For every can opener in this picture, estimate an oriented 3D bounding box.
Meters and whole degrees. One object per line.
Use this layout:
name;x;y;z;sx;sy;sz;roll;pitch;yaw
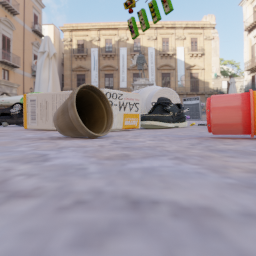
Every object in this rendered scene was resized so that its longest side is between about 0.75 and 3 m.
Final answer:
can opener;-4.663;-0.341;9.973;2.711;1.066;0.859;-2;41;-6

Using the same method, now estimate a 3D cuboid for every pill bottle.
pill bottle;0.952;-0.917;11.759;1.618;1.618;2.831;-1;1;-20

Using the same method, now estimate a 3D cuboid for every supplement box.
supplement box;-1.126;-0.413;6.833;2.479;0.911;1.562;2;3;31

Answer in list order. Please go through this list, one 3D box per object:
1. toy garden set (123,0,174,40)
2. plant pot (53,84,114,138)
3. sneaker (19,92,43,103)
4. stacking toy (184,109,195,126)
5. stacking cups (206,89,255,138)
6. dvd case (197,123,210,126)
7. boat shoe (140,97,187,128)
toy garden set;0.477;-3.542;8.146;1.535;1.280;0.306;-26;-21;38
plant pot;-0.692;-0.169;4.027;0.661;0.762;0.762;-19;-10;36
sneaker;-2.833;-0.709;10.270;2.544;0.942;1.063;15;7;4
stacking toy;2.212;-0.406;10.657;0.211;0.676;0.897;-30;-17;33
stacking cups;2.451;-0.156;3.487;2.823;0.854;0.854;-5;0;23
dvd case;3.329;-0.136;11.531;0.932;0.103;0.680;1;2;12
boat shoe;1.107;-0.472;8.531;1.060;0.940;2.836;1;2;35
